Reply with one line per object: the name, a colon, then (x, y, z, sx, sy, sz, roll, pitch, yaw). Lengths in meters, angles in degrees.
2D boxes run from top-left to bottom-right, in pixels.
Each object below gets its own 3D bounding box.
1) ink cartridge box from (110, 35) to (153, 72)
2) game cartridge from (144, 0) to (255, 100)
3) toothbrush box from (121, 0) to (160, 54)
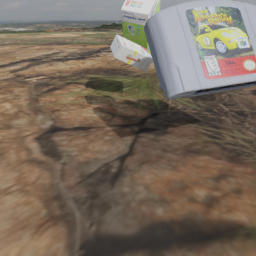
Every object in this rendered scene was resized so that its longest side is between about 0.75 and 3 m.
ink cartridge box: (0.086, -2.050, 7.666, 1.018, 0.425, 0.739, 18, 32, -29)
game cartridge: (1.801, -1.672, 5.717, 2.813, 1.873, 0.575, -12, -14, -20)
toothbrush box: (0.443, -3.335, 8.888, 0.862, 2.002, 1.458, 15, 64, 9)
